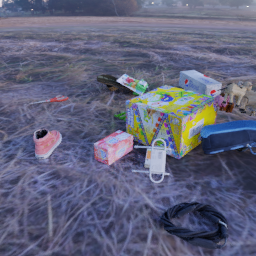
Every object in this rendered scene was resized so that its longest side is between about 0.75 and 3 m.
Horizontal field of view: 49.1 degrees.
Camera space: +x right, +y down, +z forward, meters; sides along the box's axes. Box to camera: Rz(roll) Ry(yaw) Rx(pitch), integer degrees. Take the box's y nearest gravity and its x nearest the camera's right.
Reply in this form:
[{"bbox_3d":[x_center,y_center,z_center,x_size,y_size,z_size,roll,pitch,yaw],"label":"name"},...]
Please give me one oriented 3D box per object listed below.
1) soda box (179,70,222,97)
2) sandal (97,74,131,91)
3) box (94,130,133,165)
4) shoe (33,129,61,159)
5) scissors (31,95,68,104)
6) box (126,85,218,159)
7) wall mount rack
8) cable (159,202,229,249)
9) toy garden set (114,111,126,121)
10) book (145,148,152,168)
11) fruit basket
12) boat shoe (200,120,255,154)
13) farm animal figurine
[{"bbox_3d":[3.914,-2.402,15.482,0.973,0.904,2.850,-8,27,-16],"label":"soda box"},{"bbox_3d":[-0.706,-2.448,16.017,2.347,0.641,0.959,16,34,0],"label":"sandal"},{"bbox_3d":[-0.474,0.654,9.629,0.677,0.624,1.319,19,32,33],"label":"box"},{"bbox_3d":[-2.878,0.329,10.091,0.627,0.798,1.754,3,26,6],"label":"shoe"},{"bbox_3d":[-4.015,-1.386,14.301,1.948,0.136,0.712,-20,35,-38],"label":"scissors"},{"bbox_3d":[1.665,-0.402,10.687,2.477,1.569,2.572,22,35,38],"label":"box"},{"bbox_3d":[0.722,0.997,8.647,1.163,1.338,0.499,6,-10,4],"label":"wall mount rack"},{"bbox_3d":[1.571,2.209,6.735,1.644,0.418,1.341,8,27,16],"label":"cable"},{"bbox_3d":[0.137,-0.612,12.626,0.993,0.238,1.192,-24,35,-39],"label":"toy garden set"},{"bbox_3d":[0.896,1.028,9.374,0.598,0.215,0.895,6,28,7],"label":"book"},{"bbox_3d":[0.295,-2.461,15.376,1.543,0.723,1.429,35,32,2],"label":"fruit basket"},{"bbox_3d":[3.889,0.336,9.926,2.992,1.027,1.259,-3,19,-9],"label":"boat shoe"},{"bbox_3d":[4.052,-1.102,9.769,2.047,1.079,2.070,13,-1,11],"label":"farm animal figurine"}]
